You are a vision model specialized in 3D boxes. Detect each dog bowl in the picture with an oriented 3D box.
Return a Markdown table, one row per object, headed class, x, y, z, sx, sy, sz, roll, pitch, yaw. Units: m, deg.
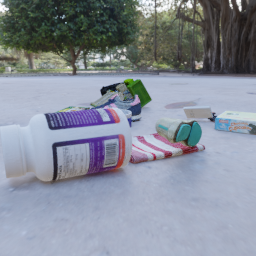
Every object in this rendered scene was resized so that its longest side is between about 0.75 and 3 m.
| class | x | y | z | sx | sy | sz | roll | pitch | yaw |
| --- | --- | --- | --- | --- | --- | --- | --- | --- | --- |
| dog bowl | -0.639 | -0.352 | 11.588 | 1.588 | 0.626 | 1.588 | 0 | 14 | 0 |

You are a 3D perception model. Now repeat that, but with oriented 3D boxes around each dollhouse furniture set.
| class | x | y | z | sx | sy | sz | roll | pitch | yaw |
| --- | --- | --- | --- | --- | --- | --- | --- | --- | --- |
| dollhouse furniture set | -0.438 | -1.491 | 16.129 | 2.887 | 1.449 | 1.891 | -37 | 24 | -17 |

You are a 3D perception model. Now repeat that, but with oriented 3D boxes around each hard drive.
| class | x | y | z | sx | sy | sz | roll | pitch | yaw |
| --- | --- | --- | --- | --- | --- | --- | --- | --- | --- |
| hard drive | 3.149 | -0.702 | 12.566 | 1.159 | 0.765 | 0.155 | 0 | 56 | 29 |

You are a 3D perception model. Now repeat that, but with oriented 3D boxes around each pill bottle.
| class | x | y | z | sx | sy | sz | roll | pitch | yaw |
| --- | --- | --- | --- | --- | --- | --- | --- | --- | --- |
| pill bottle | -1.449 | 0.386 | 6.626 | 2.787 | 1.553 | 1.553 | -6 | 15 | -24 |

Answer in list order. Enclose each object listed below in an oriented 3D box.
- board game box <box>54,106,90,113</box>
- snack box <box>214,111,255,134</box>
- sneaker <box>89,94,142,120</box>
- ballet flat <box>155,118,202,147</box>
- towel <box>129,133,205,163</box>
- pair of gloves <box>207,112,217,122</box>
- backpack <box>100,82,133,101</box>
| class | x | y | z | sx | sy | sz | roll | pitch | yaw |
| --- | --- | --- | --- | --- | --- | --- | --- | --- | --- |
| board game box | -2.859 | -0.793 | 14.221 | 1.199 | 0.268 | 2.288 | 1 | 13 | 11 |
| snack box | 5.115 | -0.176 | 11.003 | 2.967 | 0.550 | 1.724 | 8 | 16 | 31 |
| sneaker | -0.853 | -0.947 | 12.778 | 2.946 | 1.208 | 1.034 | -3 | 14 | -9 |
| ballet flat | 1.418 | 0.033 | 7.643 | 0.739 | 0.800 | 2.372 | 23 | 3 | 27 |
| towel | 0.846 | 0.526 | 8.738 | 2.541 | 0.289 | 1.830 | -7 | 16 | -27 |
| pair of gloves | 4.005 | -0.530 | 13.260 | 1.396 | 0.194 | 1.567 | -8 | 18 | -31 |
| backpack | -0.389 | -2.256 | 17.923 | 2.166 | 1.665 | 1.767 | -31 | 24 | -23 |
